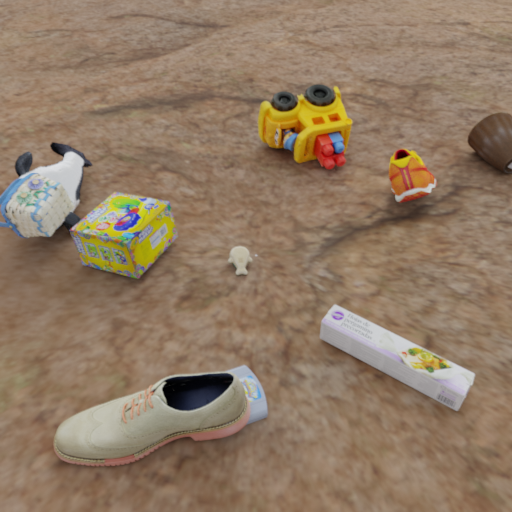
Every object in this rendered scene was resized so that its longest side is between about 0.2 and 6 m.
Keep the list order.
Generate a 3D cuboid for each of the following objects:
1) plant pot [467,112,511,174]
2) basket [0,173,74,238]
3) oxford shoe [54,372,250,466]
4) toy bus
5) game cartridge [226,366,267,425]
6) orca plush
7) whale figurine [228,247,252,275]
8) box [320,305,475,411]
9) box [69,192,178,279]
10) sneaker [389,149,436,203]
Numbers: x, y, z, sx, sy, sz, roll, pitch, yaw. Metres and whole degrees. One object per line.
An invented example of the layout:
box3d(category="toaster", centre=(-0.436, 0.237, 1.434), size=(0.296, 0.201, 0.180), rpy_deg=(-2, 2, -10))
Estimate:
box3d(category="plant pot", centre=(6.156, -2.714, 13.994), size=(1.201, 1.201, 1.285), rpy_deg=(-10, 54, -11))
box3d(category="basket", centre=(-4.262, -0.973, 10.479), size=(1.417, 0.985, 1.249), rpy_deg=(5, 50, 22))
box3d(category="oxford shoe", centre=(-1.574, 2.227, 8.186), size=(2.916, 1.076, 1.032), rpy_deg=(-14, 45, -7))
box3d(category="toy bus", centre=(1.345, -3.056, 14.236), size=(2.197, 1.491, 2.109), rpy_deg=(-13, 59, -11))
box3d(category="game cartridge", centre=(-0.231, 2.215, 8.959), size=(0.672, 0.204, 1.008), rpy_deg=(-13, 43, -19))
box3d(category="orca plush", centre=(-4.837, -1.411, 12.343), size=(1.262, 1.867, 3.549), rpy_deg=(-27, 41, 17))
box3d(category="whale figurine", centre=(-0.329, 0.127, 11.314), size=(0.496, 0.324, 0.624), rpy_deg=(-4, 65, -12))
box3d(category="box", centre=(2.275, 1.648, 9.295), size=(2.552, 0.529, 0.494), rpy_deg=(25, 50, 25))
box3d(category="box", centre=(-2.639, -0.446, 11.341), size=(1.433, 0.908, 1.488), rpy_deg=(11, 42, 24))
box3d(category="sneaker", centre=(3.407, -1.848, 12.314), size=(1.012, 1.069, 2.772), rpy_deg=(-14, 5, 14))
